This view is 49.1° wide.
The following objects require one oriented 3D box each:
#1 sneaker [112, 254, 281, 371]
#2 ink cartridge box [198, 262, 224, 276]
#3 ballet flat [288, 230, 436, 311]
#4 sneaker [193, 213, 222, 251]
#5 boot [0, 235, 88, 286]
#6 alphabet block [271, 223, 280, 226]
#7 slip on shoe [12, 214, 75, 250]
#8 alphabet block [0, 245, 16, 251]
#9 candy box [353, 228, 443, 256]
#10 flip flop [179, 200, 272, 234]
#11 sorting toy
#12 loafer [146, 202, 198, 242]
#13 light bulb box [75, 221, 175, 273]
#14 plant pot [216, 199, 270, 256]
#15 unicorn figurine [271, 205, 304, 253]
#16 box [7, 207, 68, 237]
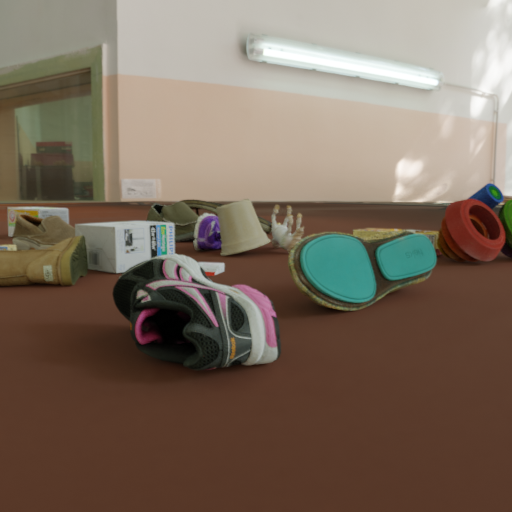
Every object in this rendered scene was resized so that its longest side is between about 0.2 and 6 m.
[{"bbox_3d":[-0.788,0.472,4.936,0.899,0.837,2.083,-8,10,-42],"label":"sneaker"},{"bbox_3d":[-0.905,0.227,9.386,0.559,0.196,0.687,2,4,17],"label":"ink cartridge box"},{"bbox_3d":[1.235,0.205,7.172,2.843,1.005,1.005,-8,11,-43],"label":"ballet flat"},{"bbox_3d":[-0.635,-0.523,12.789,0.876,0.846,2.099,12,12,33],"label":"sneaker"},{"bbox_3d":[-3.744,0.073,8.673,2.016,0.667,1.766,-2,7,-6],"label":"boot"},{"bbox_3d":[0.598,-0.844,16.658,0.222,0.227,0.221,-7,-1,19],"label":"alphabet block"},{"bbox_3d":[-4.472,-0.492,12.409,2.646,0.802,1.006,6,9,39],"label":"slip on shoe"},{"bbox_3d":[-5.042,-0.076,11.305,0.277,0.275,0.282,4,9,13],"label":"alphabet block"},{"bbox_3d":[3.136,-0.310,12.144,1.821,0.504,1.051,4,7,34],"label":"candy box"},{"bbox_3d":[-1.047,-1.090,17.278,3.228,0.929,1.309,17,6,12],"label":"flip flop"},{"bbox_3d":[4.542,-0.461,11.115,2.707,1.627,1.111,4,-30,-28],"label":"sorting toy"},{"bbox_3d":[-2.180,-0.957,15.205,1.093,1.012,2.906,-7,10,-42],"label":"loafer"},{"bbox_3d":[-2.344,-0.195,10.073,1.283,0.807,1.294,6,9,42],"label":"light bulb box"},{"bbox_3d":[-0.359,-0.637,11.802,1.096,1.004,1.096,-16,7,2],"label":"plant pot"},{"bbox_3d":[0.626,-0.524,12.453,0.609,1.134,1.650,6,22,-5],"label":"unicorn figurine"},{"bbox_3d":[-6.118,-0.930,15.673,1.648,0.835,0.927,6,8,38],"label":"box"}]
